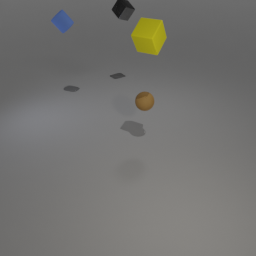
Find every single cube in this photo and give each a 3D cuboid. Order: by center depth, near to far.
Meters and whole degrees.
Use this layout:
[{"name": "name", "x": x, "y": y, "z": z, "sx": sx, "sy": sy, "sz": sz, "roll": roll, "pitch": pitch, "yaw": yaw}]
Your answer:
[{"name": "cube", "x": 0.612, "y": -2.639, "z": 8.072, "sx": 0.700, "sy": 0.700, "sz": 0.700, "roll": 18, "pitch": 71, "yaw": 26}, {"name": "cube", "x": -0.230, "y": -5.774, "z": 13.657, "sx": 0.700, "sy": 0.700, "sz": 0.700, "roll": -14, "pitch": 63, "yaw": -48}]

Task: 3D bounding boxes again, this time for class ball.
[{"name": "ball", "x": 0.603, "y": -0.964, "z": 10.103, "sx": 0.700, "sy": 0.700, "sz": 0.700, "roll": 0, "pitch": 31, "yaw": 0}]

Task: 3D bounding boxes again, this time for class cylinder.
[{"name": "cylinder", "x": -2.830, "y": -4.598, "z": 12.096, "sx": 0.700, "sy": 0.700, "sz": 0.700, "roll": -32, "pitch": 32, "yaw": 23}]
